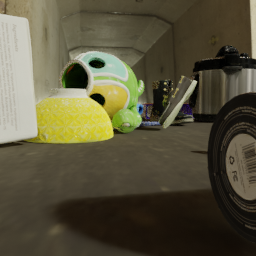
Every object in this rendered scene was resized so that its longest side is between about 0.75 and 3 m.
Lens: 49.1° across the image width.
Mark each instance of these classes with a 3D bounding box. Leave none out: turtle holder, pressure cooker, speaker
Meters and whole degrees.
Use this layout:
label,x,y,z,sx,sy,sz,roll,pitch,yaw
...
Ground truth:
label,x,y,z,sx,sy,sz,roll,pitch,yaw
turtle holder,-0.739,-0.818,7.291,1.897,2.497,1.773,-23,-17,27
pressure cooker,3.676,-1.670,10.666,2.497,2.795,2.459,-5,8,-35
speaker,1.608,0.176,1.738,2.041,0.829,0.829,-1,6,-14

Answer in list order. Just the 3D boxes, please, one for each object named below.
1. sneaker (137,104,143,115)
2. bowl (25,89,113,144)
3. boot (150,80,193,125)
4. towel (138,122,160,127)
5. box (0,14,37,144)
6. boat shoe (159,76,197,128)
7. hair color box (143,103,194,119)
label,x,y,z,sx,sy,sz,roll,pitch,yaw
sneaker,0.105,-0.923,14.054,1.262,0.910,2.402,13,11,-1
bowl,-1.240,-0.302,5.845,1.877,1.010,1.877,0,6,0
boot,1.357,-0.857,9.205,0.698,1.461,1.935,-3,6,-29
towel,0.470,-0.125,8.827,1.120,0.134,0.811,-2,4,-38
box,-2.891,-0.773,4.735,2.069,2.080,1.781,5,9,41
boat shoe,1.249,-0.729,7.579,0.513,1.705,0.608,32,-24,12
hair color box,1.794,-0.755,12.246,2.196,0.712,1.200,-2,6,-2
